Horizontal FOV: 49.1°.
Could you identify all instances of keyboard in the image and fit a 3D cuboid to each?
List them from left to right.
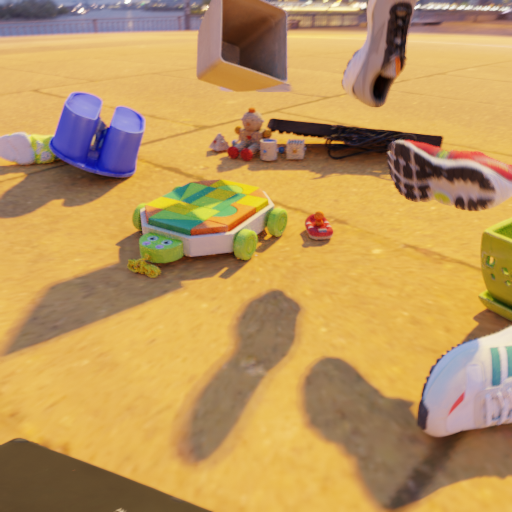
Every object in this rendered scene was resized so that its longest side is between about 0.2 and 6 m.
[{"bbox_3d":[-1.148,2.719,4.524,4.114,0.815,2.141,11,6,22],"label":"keyboard"},{"bbox_3d":[2.622,-3.150,15.631,4.779,0.947,2.487,6,12,4],"label":"keyboard"}]

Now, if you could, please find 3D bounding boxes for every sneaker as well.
[{"bbox_3d":[-5.782,-2.883,15.099,2.194,0.831,1.153,2,12,-4],"label":"sneaker"},{"bbox_3d":[2.342,-3.755,9.750,0.902,2.441,0.968,-10,45,-28],"label":"sneaker"},{"bbox_3d":[2.762,-1.174,7.976,0.923,0.837,2.173,-20,32,-24],"label":"sneaker"},{"bbox_3d":[2.944,1.492,6.350,2.446,0.861,1.144,-15,25,-32],"label":"sneaker"}]

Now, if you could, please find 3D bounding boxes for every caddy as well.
[{"bbox_3d":[-4.003,-2.939,14.245,2.142,1.591,3.031,18,23,-18],"label":"caddy"}]

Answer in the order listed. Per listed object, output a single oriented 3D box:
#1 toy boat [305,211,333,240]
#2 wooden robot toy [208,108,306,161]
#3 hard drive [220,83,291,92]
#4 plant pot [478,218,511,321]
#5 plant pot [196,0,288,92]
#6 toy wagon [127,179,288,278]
[{"bbox_3d":[1.220,-0.649,10.908,0.485,0.485,0.742,-4,28,-7],"label":"toy boat"},{"bbox_3d":[-0.053,-3.339,15.241,2.822,1.280,1.243,13,30,24],"label":"wooden robot toy"},{"bbox_3d":[-0.034,-3.736,12.445,0.931,0.185,1.411,-12,20,-33],"label":"hard drive"},{"bbox_3d":[4.211,0.285,8.189,1.467,1.332,1.460,-19,32,-32],"label":"plant pot"},{"bbox_3d":[-0.402,-4.115,11.134,1.555,1.557,1.378,7,-10,-35],"label":"plant pot"},{"bbox_3d":[-1.098,-0.603,10.623,2.606,0.665,3.359,15,31,27],"label":"toy wagon"}]
